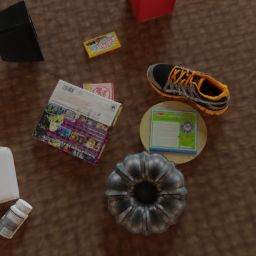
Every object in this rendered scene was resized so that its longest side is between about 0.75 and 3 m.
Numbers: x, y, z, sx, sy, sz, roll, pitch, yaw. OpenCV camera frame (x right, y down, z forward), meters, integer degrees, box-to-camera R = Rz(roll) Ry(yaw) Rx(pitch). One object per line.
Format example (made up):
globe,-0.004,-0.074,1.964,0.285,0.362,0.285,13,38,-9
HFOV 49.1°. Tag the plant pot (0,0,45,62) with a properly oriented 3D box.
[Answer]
plant pot,-3.565,-2.921,8.857,1.271,1.433,1.429,-18,55,-11

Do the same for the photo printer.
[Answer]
photo printer,-4.045,1.423,8.290,1.392,0.581,1.673,-14,74,-4

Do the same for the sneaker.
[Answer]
sneaker,1.944,-1.437,8.884,2.821,1.090,1.104,23,77,11

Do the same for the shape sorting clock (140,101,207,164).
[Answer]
shape sorting clock,1.410,0.111,8.774,2.084,0.409,2.084,0,73,1

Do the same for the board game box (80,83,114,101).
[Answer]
board game box,-1.024,-1.042,9.203,1.106,0.256,0.838,-3,73,-1

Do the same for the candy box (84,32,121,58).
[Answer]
candy box,-0.906,-2.931,9.830,1.167,0.154,0.596,-22,77,-6

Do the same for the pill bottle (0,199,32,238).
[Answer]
pill bottle,-3.226,2.562,7.965,0.554,0.554,0.979,35,76,10

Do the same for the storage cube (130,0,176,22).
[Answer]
storage cube,0.824,-4.844,9.733,1.610,1.447,1.376,-18,74,-6

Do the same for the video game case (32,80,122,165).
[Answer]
video game case,-1.556,-0.205,8.654,2.209,0.395,2.002,22,82,11

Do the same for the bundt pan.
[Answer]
bundt pan,0.486,1.821,7.821,2.465,0.925,2.465,-1,81,5
